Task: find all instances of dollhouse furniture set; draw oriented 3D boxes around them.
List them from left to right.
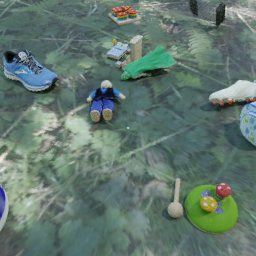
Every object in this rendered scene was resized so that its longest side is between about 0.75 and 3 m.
[{"bbox_3d":[-0.304,-3.026,10.679,1.376,0.898,1.299,23,49,22],"label":"dollhouse furniture set"}]

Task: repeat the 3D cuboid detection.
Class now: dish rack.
[{"bbox_3d":[3.492,-5.289,12.508,1.679,1.288,0.458,36,87,22],"label":"dish rack"}]

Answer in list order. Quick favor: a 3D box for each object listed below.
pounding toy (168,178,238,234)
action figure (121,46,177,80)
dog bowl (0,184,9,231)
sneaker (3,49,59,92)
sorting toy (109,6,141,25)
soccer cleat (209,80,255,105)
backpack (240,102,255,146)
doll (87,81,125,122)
[{"bbox_3d":[1.734,1.588,6.235,1.518,0.704,1.171,14,47,13],"label":"pounding toy"},{"bbox_3d":[0.606,-2.222,10.138,1.991,0.544,1.176,-26,52,-15],"label":"action figure"},{"bbox_3d":[-3.797,1.735,5.987,2.164,0.852,2.164,0,45,0],"label":"dog bowl"},{"bbox_3d":[-3.436,-2.025,9.581,2.360,1.052,0.927,22,49,19],"label":"sneaker"},{"bbox_3d":[-0.154,-5.488,13.463,1.160,0.406,1.167,-22,49,-20],"label":"sorting toy"},{"bbox_3d":[3.389,-1.147,8.881,1.840,0.638,0.714,-6,82,-13],"label":"soccer cleat"},{"bbox_3d":[3.614,-0.148,7.720,0.850,1.058,1.156,-17,43,-16],"label":"backpack"},{"bbox_3d":[-0.713,-0.923,8.905,1.255,0.446,1.839,-6,39,5],"label":"doll"}]
